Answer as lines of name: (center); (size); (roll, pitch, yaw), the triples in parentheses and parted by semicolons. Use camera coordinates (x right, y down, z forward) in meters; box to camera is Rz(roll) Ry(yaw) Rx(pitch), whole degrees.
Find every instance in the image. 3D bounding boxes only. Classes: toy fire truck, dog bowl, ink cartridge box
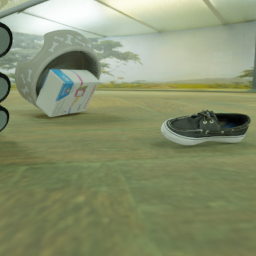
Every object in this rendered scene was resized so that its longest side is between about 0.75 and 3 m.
toy fire truck: (-3.602, -0.825, 4.460); (1.780, 2.435, 2.767); (29, 31, 20)
dog bowl: (-2.176, -1.729, 9.372); (2.943, 2.943, 0.863); (-10, 47, -47)
ink cartridge box: (-1.892, -1.161, 9.056); (0.748, 1.277, 1.767); (39, 27, 17)

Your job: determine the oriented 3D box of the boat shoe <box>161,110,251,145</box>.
boat shoe: (1.445, -0.069, 5.006); (1.717, 0.569, 0.600); (4, 42, -16)
